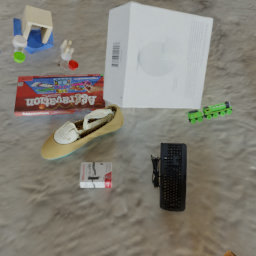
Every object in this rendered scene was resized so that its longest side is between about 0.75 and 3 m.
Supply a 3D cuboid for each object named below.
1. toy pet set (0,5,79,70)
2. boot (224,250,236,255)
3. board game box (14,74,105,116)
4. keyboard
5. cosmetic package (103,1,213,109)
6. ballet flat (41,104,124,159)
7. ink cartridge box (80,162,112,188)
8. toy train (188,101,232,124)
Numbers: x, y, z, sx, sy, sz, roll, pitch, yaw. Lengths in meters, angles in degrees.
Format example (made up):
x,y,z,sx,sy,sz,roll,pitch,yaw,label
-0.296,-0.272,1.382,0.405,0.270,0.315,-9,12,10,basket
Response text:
x,y,z,sx,sy,sz,roll,pitch,yaw,label
-3.375,-2.781,9.609,2.751,1.461,2.568,3,61,-32,toy pet set
1.525,3.043,5.431,2.035,0.780,1.580,35,96,2,boot
-2.136,-1.089,8.988,2.773,0.270,1.428,-3,61,-6,board game box
1.007,1.249,7.006,0.908,0.346,1.745,0,92,11,keyboard
0.787,-1.908,7.905,2.529,2.521,1.555,0,14,-25,cosmetic package
-1.363,0.002,8.178,2.657,0.837,0.912,-27,55,-18,ballet flat
-0.858,1.264,7.561,0.849,0.356,0.613,-1,53,-3,ink cartridge box
2.511,-0.491,8.605,1.428,0.403,0.298,-15,22,-2,toy train
